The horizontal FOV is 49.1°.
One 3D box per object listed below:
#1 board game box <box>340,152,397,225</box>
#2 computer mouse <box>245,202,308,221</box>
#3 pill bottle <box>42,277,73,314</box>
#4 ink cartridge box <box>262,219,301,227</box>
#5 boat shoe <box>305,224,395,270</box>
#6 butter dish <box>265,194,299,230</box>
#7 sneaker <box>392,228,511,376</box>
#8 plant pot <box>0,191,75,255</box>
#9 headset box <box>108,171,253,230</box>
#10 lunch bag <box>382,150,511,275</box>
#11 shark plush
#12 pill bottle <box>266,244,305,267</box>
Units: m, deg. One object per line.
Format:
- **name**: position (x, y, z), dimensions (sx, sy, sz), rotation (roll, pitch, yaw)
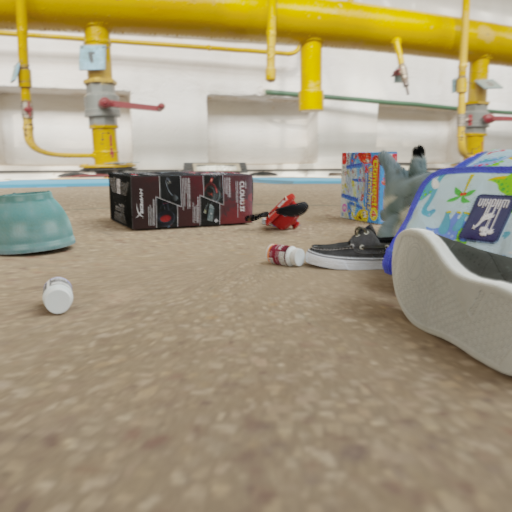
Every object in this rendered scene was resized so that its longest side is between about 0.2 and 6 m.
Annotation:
- **board game box**: position (3.123, -1.944, 15.747), dimensions (0.545, 1.949, 1.909), rotation (-4, 10, -23)
- **computer mouse**: position (0.477, -0.984, 13.441), dimensions (1.779, 0.303, 0.521), rotation (-10, 4, 38)
- **pill bottle**: position (-2.395, 0.483, 6.765), dimensions (0.349, 0.349, 0.614), rotation (-4, 11, -19)
- **ink cartridge box**: position (0.677, -0.912, 15.025), dimensions (0.785, 0.173, 0.799), rotation (-5, 10, -28)
- **boat shoe**: position (1.937, -0.169, 9.267), dimensions (2.227, 0.738, 0.779), rotation (2, 10, 11)
- **butter dish**: position (0.779, -0.985, 14.058), dimensions (0.742, 1.001, 1.004), rotation (44, 9, -9)
- **sneaker**: position (2.516, 0.376, 5.797), dimensions (1.429, 1.019, 2.882), rotation (0, 15, -13)
- **plant pot**: position (-4.411, -0.700, 10.900), dimensions (1.610, 1.079, 1.610), rotation (-3, 11, 1)
- **headset box**: position (-1.948, -1.617, 15.439), dimensions (3.678, 1.380, 2.734), rotation (-5, 11, -26)
- **lunch bag**: position (3.554, -0.346, 7.522), dimensions (2.989, 1.904, 2.541), rotation (-32, 25, -30)
- **shark plush**: position (3.334, -1.368, 11.177), dimensions (1.831, 1.679, 4.030), rotation (5, 26, 7)
- **pill bottle**: position (0.495, -0.007, 9.478), dimensions (0.610, 0.349, 0.349), rotation (8, 13, 39)
